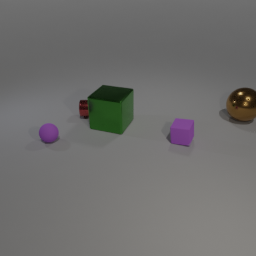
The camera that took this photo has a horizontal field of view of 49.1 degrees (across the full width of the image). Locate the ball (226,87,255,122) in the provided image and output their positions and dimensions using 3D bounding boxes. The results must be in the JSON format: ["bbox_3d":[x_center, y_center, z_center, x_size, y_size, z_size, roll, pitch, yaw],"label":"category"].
[{"bbox_3d":[4.761,-0.960,11.499,1.400,1.400,1.400,0,29,0],"label":"ball"}]

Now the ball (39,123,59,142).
[{"bbox_3d":[-2.884,0.173,10.203,0.700,0.700,0.700,0,29,0],"label":"ball"}]

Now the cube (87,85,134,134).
[{"bbox_3d":[-0.648,-0.769,11.176,1.400,1.400,1.400,10,31,18],"label":"cube"}]

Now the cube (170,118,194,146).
[{"bbox_3d":[1.975,0.135,10.158,0.700,0.700,0.700,7,33,24],"label":"cube"}]

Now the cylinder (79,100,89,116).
[{"bbox_3d":[-1.673,-0.848,11.879,0.700,0.700,0.700,0,29,1],"label":"cylinder"}]
